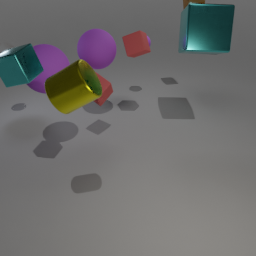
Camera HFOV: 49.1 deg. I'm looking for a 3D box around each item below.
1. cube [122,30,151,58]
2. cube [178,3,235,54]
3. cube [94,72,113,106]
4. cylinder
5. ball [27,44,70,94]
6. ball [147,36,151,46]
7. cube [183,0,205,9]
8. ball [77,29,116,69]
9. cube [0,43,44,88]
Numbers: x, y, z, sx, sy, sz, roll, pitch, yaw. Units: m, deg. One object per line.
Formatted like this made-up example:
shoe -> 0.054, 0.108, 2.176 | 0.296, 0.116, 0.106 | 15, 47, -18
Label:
cube -> 0.310, -2.951, 9.908 | 0.700, 0.700, 0.700 | -13, 5, 22
cube -> 2.497, -3.181, 9.175 | 1.400, 1.400, 1.400 | 2, 12, 0
cube -> -1.003, -1.290, 9.340 | 0.700, 0.700, 0.700 | 37, 79, 13
cylinder -> -0.907, -0.687, 4.726 | 0.700, 0.700, 0.700 | -25, 26, 18
ball -> -2.376, -1.700, 8.106 | 1.400, 1.400, 1.400 | 0, 31, 0
ball -> 0.627, -3.662, 12.052 | 0.700, 0.700, 0.700 | 0, 31, 0
cube -> 2.680, -5.180, 11.395 | 0.700, 0.700, 0.700 | -13, 34, -2
ball -> -1.113, -2.816, 10.032 | 1.400, 1.400, 1.400 | 0, 31, 0
cube -> -2.529, -1.443, 6.472 | 0.700, 0.700, 0.700 | -6, 33, 23
